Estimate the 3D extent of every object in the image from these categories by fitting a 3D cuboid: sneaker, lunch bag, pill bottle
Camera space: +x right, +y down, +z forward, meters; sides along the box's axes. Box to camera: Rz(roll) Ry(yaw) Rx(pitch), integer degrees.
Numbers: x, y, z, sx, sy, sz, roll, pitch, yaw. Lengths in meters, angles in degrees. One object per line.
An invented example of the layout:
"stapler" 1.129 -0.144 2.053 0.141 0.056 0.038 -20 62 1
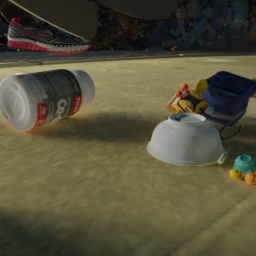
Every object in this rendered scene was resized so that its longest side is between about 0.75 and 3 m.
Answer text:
"sneaker" -2.785 -3.231 10.025 2.891 1.079 1.166 4 10 -12
"lunch bag" 3.153 -0.927 9.083 1.349 1.313 1.985 28 38 29
"pill bottle" -2.437 -1.026 8.950 1.613 1.613 2.833 12 22 31

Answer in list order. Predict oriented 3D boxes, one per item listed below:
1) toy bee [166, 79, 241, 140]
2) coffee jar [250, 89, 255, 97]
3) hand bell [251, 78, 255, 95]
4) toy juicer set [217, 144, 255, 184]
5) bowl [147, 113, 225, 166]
"toy bee" 1.793 -0.716 7.850 2.686 1.460 1.758 -9 43 57
"coffee jar" 5.232 -1.675 12.745 0.990 0.422 0.516 9 21 23
"hand bell" 6.056 -1.993 13.654 0.758 0.758 1.455 5 7 15
"toy juicer set" 2.299 0.800 5.712 0.757 0.324 1.189 -27 32 -19
"bowl" 1.402 0.145 6.749 1.857 0.835 1.857 0 19 0
